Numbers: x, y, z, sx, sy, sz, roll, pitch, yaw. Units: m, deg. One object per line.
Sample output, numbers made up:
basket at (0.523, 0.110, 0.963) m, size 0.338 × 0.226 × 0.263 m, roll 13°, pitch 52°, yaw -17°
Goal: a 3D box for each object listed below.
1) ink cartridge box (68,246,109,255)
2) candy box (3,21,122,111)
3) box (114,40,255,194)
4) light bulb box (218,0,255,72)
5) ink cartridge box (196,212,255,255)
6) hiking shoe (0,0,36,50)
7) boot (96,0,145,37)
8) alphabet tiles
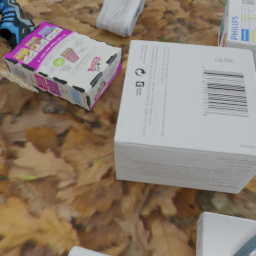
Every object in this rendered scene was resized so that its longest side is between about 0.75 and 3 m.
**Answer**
ink cartridge box at (-0.173, 3.255, 4.943) m, size 2.220 × 0.929 × 1.601 m, roll 13°, pitch 57°, yaw 9°
candy box at (-1.877, -1.939, 8.415) m, size 2.880 × 0.878 × 1.964 m, roll 24°, pitch 60°, yaw 16°
box at (1.322, -0.291, 6.689) m, size 2.992 × 1.956 × 2.977 m, roll 6°, pitch 57°, yaw 4°
light bulb box at (4.045, -2.684, 8.564) m, size 2.337 × 1.459 × 2.317 m, roll 10°, pitch 57°, yaw 8°
ink cartridge box at (2.722, 3.099, 5.241) m, size 2.829 × 0.633 × 2.493 m, roll 8°, pitch 56°, yaw 6°
hiking shoe at (-4.000, -3.591, 9.482) m, size 1.102 × 0.946 × 2.543 m, roll -32°, pitch 62°, yaw -21°
boot at (-0.191, -4.463, 10.004) m, size 1.337 × 1.029 × 2.799 m, roll 17°, pitch 58°, yaw 5°
alphabet tiles at (-3.019, -1.315, 7.613) m, size 1.213 × 1.009 × 0.038 m, roll 34°, pitch 96°, yaw 21°
